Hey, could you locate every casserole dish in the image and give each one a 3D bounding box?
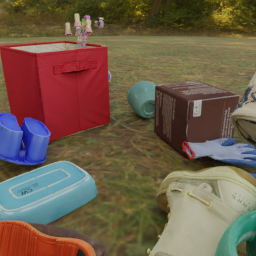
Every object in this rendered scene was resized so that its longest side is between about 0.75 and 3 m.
[{"bbox_3d":[-1.650,1.212,5.366,2.269,0.440,1.374,-20,29,-38],"label":"casserole dish"}]

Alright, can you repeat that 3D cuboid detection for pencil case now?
[{"bbox_3d":[2.577,-0.765,4.256,1.177,1.024,2.632,27,73,26],"label":"pencil case"}]

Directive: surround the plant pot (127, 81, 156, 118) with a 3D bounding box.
[{"bbox_3d":[0.636,-0.896,9.712,1.162,1.162,0.932,-5,37,-12],"label":"plant pot"}]

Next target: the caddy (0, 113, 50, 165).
[{"bbox_3d":[-2.676,0.332,6.898,1.287,0.955,1.820,14,12,-33],"label":"caddy"}]

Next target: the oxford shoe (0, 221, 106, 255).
[{"bbox_3d":[-1.182,1.727,4.107,1.778,0.633,0.645,8,-3,22],"label":"oxford shoe"}]

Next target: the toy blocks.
[{"bbox_3d":[-1.293,-2.839,8.441,0.961,0.809,0.898,-5,-1,-34],"label":"toy blocks"}]

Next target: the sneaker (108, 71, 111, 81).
[{"bbox_3d":[-1.809,-1.930,12.176,2.709,1.040,1.507,-14,20,-22],"label":"sneaker"}]

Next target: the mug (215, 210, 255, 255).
[{"bbox_3d":[2.132,1.229,2.821,1.915,2.330,1.441,-42,23,16],"label":"mug"}]

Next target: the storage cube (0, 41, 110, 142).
[{"bbox_3d":[-2.228,-1.324,8.825,2.389,2.512,2.795,-20,29,-39],"label":"storage cube"}]

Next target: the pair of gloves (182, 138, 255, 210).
[{"bbox_3d":[2.374,0.920,6.085,2.005,0.284,2.494,2,29,-9],"label":"pair of gloves"}]

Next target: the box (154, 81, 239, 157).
[{"bbox_3d":[1.768,-0.344,7.713,1.496,1.512,1.822,-8,24,-20],"label":"box"}]

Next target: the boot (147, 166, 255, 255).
[{"bbox_3d":[0.702,1.477,3.955,1.732,0.807,2.240,-53,6,-25],"label":"boot"}]
